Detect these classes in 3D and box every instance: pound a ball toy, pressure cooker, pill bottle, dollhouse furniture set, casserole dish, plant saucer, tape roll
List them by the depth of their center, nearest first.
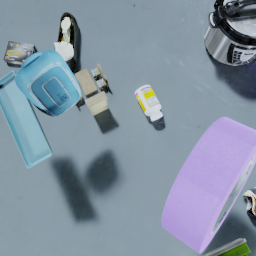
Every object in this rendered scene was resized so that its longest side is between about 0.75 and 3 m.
[{"bbox_3d":[1.858,1.188,5.985,0.907,2.766,2.766,29,77,29],"label":"tape roll"},{"bbox_3d":[-1.884,-1.003,7.083,1.302,2.149,0.417,-40,63,-9],"label":"casserole dish"},{"bbox_3d":[-2.739,-0.228,7.307,0.866,0.235,2.476,-29,82,18],"label":"plant saucer"},{"bbox_3d":[2.556,4.521,8.077,2.575,1.094,1.679,-23,66,-4],"label":"pound a ball toy"},{"bbox_3d":[3.838,-3.501,9.375,2.234,2.501,2.200,38,79,8],"label":"pressure cooker"},{"bbox_3d":[-1.316,-1.359,9.601,1.370,1.038,1.563,-27,78,-6],"label":"dollhouse furniture set"},{"bbox_3d":[0.747,-0.852,9.697,0.618,0.618,1.186,-25,78,-6],"label":"pill bottle"}]

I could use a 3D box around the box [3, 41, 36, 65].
[{"bbox_3d":[-3.994,-2.759,10.356,0.993,0.240,0.786,9,77,2],"label":"box"}]

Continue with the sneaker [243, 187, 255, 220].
[{"bbox_3d":[4.190,2.739,8.813,0.665,0.657,1.674,-17,67,-8],"label":"sneaker"}]

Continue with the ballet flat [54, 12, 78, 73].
[{"bbox_3d":[-2.293,-3.086,10.131,0.829,0.834,2.437,-1,77,-1],"label":"ballet flat"}]
